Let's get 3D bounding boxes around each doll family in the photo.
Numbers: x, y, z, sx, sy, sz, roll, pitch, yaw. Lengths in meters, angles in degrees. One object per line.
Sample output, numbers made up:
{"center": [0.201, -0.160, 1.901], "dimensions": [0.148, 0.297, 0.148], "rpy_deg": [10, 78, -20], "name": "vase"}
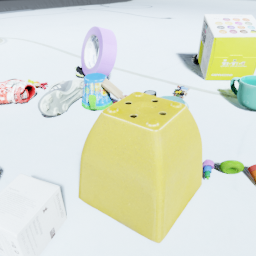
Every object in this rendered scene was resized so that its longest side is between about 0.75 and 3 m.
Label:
{"center": [2.348, -1.629, 12.528], "dimensions": [0.570, 0.387, 0.986], "rpy_deg": [14, 29, 29], "name": "doll family"}

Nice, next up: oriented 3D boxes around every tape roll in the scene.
{"center": [-1.410, -3.527, 13.190], "dimensions": [0.757, 2.307, 2.307], "rpy_deg": [1, 27, -33], "name": "tape roll"}

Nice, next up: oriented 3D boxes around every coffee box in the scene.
{"center": [5.025, -4.013, 14.024], "dimensions": [2.437, 2.440, 2.413], "rpy_deg": [0, 45, 1], "name": "coffee box"}

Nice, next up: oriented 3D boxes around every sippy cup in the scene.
{"center": [-1.301, -1.550, 11.507], "dimensions": [1.340, 1.250, 1.706], "rpy_deg": [-18, 36, -26], "name": "sippy cup"}

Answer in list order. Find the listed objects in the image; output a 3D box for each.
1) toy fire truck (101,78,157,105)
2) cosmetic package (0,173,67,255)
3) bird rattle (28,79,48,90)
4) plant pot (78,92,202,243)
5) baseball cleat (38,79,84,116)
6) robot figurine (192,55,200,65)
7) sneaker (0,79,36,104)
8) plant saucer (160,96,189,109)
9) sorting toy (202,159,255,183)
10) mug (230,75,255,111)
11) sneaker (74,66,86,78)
{"center": [-0.167, -0.940, 10.476], "dimensions": [2.116, 1.362, 1.863], "rpy_deg": [14, 34, 27], "name": "toy fire truck"}
{"center": [-2.183, 1.899, 5.929], "dimensions": [1.109, 1.108, 1.344], "rpy_deg": [13, 38, 21], "name": "cosmetic package"}
{"center": [-4.244, -2.073, 13.161], "dimensions": [0.942, 0.531, 0.768], "rpy_deg": [-7, 16, -16], "name": "bird rattle"}
{"center": [0.383, 0.598, 6.781], "dimensions": [2.456, 2.513, 2.440], "rpy_deg": [21, 37, 29], "name": "plant pot"}
{"center": [-2.917, -1.250, 11.524], "dimensions": [1.568, 1.027, 2.946], "rpy_deg": [2, 24, 28], "name": "baseball cleat"}
{"center": [4.079, -3.885, 16.009], "dimensions": [0.883, 0.551, 0.663], "rpy_deg": [27, 15, 36], "name": "robot figurine"}
{"center": [-5.115, -1.364, 11.548], "dimensions": [1.423, 0.887, 2.655], "rpy_deg": [17, 32, 30], "name": "sneaker"}
{"center": [1.726, -0.987, 11.593], "dimensions": [1.592, 0.218, 1.592], "rpy_deg": [0, 31, 0], "name": "plant saucer"}
{"center": [2.966, 1.312, 7.635], "dimensions": [1.890, 0.655, 0.651], "rpy_deg": [6, 55, 7], "name": "sorting toy"}
{"center": [5.179, -1.427, 11.389], "dimensions": [1.506, 1.133, 1.833], "rpy_deg": [-5, 27, -4], "name": "mug"}
{"center": [-1.956, -2.881, 14.258], "dimensions": [1.604, 0.664, 0.575], "rpy_deg": [2, 31, 3], "name": "sneaker"}
